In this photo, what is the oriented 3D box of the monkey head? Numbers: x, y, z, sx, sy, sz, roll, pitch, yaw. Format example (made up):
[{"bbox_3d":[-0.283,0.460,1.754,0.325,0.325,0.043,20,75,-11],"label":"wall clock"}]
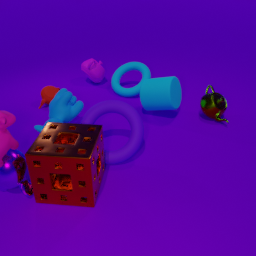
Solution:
[{"bbox_3d":[-2.619,0.808,6.332,0.973,1.615,1.162,-23,4,28],"label":"monkey head"}]

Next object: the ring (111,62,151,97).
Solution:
[{"bbox_3d":[0.109,-1.913,10.935,1.597,0.319,1.597,-9,60,15],"label":"ring"}]

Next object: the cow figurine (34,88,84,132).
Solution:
[{"bbox_3d":[-1.964,-0.311,7.849,1.522,0.849,1.546,-50,29,-3],"label":"cow figurine"}]

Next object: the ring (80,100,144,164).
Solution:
[{"bbox_3d":[-0.437,0.088,7.285,1.703,1.703,0.341,3,-13,6],"label":"ring"}]

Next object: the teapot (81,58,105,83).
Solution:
[{"bbox_3d":[-1.391,-2.449,11.784,1.068,1.718,0.841,41,87,8],"label":"teapot"}]

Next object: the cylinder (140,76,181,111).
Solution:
[{"bbox_3d":[1.085,-1.119,9.226,1.057,1.057,1.057,0,27,31],"label":"cylinder"}]

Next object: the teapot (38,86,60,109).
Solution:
[{"bbox_3d":[-2.819,-1.122,10.107,0.722,0.568,1.161,36,51,1],"label":"teapot"}]

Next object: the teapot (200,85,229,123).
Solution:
[{"bbox_3d":[2.840,-0.728,9.074,0.902,0.710,1.451,-4,69,-32],"label":"teapot"}]

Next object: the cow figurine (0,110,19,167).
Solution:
[{"bbox_3d":[-2.523,0.168,5.342,0.561,1.006,1.022,22,65,20],"label":"cow figurine"}]

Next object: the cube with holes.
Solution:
[{"bbox_3d":[-1.276,0.768,6.171,1.288,1.288,1.288,3,31,5],"label":"cube with holes"}]
